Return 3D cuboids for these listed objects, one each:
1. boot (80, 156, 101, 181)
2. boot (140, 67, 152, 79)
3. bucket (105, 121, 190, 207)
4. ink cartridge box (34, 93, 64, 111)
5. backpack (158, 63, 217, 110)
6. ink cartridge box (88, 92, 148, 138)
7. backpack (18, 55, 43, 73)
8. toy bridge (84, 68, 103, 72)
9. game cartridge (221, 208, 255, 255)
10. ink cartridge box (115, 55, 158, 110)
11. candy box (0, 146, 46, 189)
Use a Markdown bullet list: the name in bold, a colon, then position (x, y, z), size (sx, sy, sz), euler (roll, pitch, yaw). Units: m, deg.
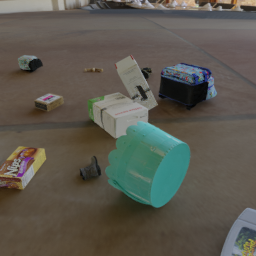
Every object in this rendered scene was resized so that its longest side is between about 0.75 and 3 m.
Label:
- **boot**: position (-1.133, 1.129, 8.077), size (0.573, 0.304, 0.870), euler (-14, 27, -13)
- **boot**: position (1.047, -3.099, 15.560), size (0.915, 0.437, 1.212), euler (-18, 34, -33)
- **bucket**: position (0.556, 0.911, 6.890), size (1.270, 1.952, 1.952), euler (25, 37, 35)
- **ink cartridge box**: position (-3.392, -1.119, 12.046), size (0.796, 0.363, 0.966), euler (17, 34, 25)
- **backpack**: position (2.809, -1.996, 12.413), size (2.340, 1.574, 2.136), euler (-20, 34, -34)
- **ink cartridge box**: position (-0.399, -0.535, 10.476), size (1.466, 0.846, 2.007), euler (-17, 33, -28)
- **backpack**: position (-5.813, -3.804, 16.454), size (1.268, 0.803, 1.058), euler (12, 33, 25)
- **toy bridge**: position (-2.010, -3.413, 16.414), size (1.111, 0.151, 0.373), euler (1, 26, 3)
- **game cartridge**: position (2.650, 2.655, 5.101), size (1.854, 0.569, 2.785), euler (11, 30, 27)
- **ink cartridge box**: position (0.332, -1.765, 11.387), size (0.828, 1.978, 1.427), euler (-27, 30, 6)
- **candy box**: position (-3.055, 1.099, 7.986), size (0.853, 0.413, 1.461), euler (4, 28, 9)
